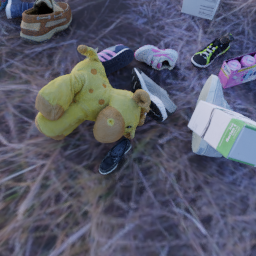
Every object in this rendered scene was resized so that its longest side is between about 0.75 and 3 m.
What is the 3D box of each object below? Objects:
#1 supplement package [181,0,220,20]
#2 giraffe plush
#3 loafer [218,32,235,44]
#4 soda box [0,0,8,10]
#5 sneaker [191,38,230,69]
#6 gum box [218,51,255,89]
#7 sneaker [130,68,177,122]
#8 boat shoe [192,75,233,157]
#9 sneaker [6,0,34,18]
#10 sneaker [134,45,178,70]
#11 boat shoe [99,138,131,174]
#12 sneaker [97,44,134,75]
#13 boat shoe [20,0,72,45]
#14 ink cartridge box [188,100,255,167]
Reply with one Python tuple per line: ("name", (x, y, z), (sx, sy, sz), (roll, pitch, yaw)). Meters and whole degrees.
("supplement package", (2.777, -5.082, 9.867), (1.201, 1.634, 1.562), (20, 60, 12))
("giraffe plush", (-0.666, -0.482, 6.931), (2.131, 2.268, 2.628), (34, 81, 5))
("loafer", (2.975, -2.691, 8.524), (0.328, 0.902, 0.326), (43, 105, -7))
("soda box", (-5.226, -4.339, 10.001), (0.689, 0.640, 2.013), (27, 63, 16))
("sneaker", (2.648, -2.527, 8.880), (1.659, 0.687, 0.595), (-37, 66, -20))
("gum box", (3.466, -1.758, 8.362), (1.375, 0.780, 0.455), (-18, 61, -10))
("sneaker", (0.676, -1.005, 8.045), (0.740, 0.689, 1.866), (-24, 67, -25))
("boat shoe", (2.329, -0.316, 7.553), (0.868, 0.850, 2.437), (18, 64, -5))
("sneaker", (-3.786, -4.434, 10.130), (1.040, 0.547, 1.440), (-6, 54, -9))
("sneaker", (0.873, -2.158, 8.737), (1.377, 0.560, 0.608), (6, 57, 4))
("boat shoe", (-0.329, 0.678, 7.136), (0.423, 0.375, 1.132), (40, 67, 21))
("sneaker", (-0.800, -2.063, 8.730), (1.913, 0.671, 0.784), (-23, 44, -16))
("boat shoe", (-2.568, -3.685, 9.104), (1.031, 1.007, 2.726), (12, 42, 4))
("ink cartridge box", (2.236, 0.111, 5.865), (1.266, 0.731, 1.733), (16, 16, -19))
